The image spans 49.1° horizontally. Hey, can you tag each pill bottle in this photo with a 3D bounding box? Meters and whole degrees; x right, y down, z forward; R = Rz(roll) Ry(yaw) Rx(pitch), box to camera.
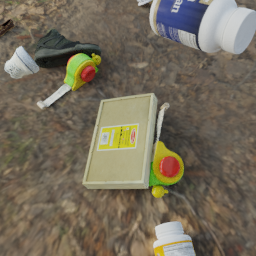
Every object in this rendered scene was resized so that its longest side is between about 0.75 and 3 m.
[{"bbox_3d":[1.597,-2.327,6.075,2.089,1.160,1.160,32,64,34],"label":"pill bottle"},{"bbox_3d":[1.133,3.123,6.506,0.931,0.931,1.705,-8,59,-5],"label":"pill bottle"}]

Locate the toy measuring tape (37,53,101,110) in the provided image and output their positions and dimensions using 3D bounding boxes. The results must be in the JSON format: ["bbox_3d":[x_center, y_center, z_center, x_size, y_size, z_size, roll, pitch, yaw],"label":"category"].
[{"bbox_3d":[-1.959,-1.720,9.387,1.012,1.012,2.751,40,67,21],"label":"toy measuring tape"}]

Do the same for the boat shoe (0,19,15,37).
[{"bbox_3d":[-4.953,-3.955,11.066,0.344,0.344,0.978,34,66,16],"label":"boat shoe"}]

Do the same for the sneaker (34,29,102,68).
[{"bbox_3d":[-2.179,-2.995,10.155,2.385,0.912,1.366,-7,66,2],"label":"sneaker"}]

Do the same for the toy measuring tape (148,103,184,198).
[{"bbox_3d":[1.152,0.636,7.840,0.981,0.981,2.666,10,72,6],"label":"toy measuring tape"}]

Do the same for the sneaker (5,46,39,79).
[{"bbox_3d":[-2.642,-1.487,6.865,0.650,1.836,0.670,-41,106,-13],"label":"sneaker"}]

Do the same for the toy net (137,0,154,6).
[{"bbox_3d":[1.252,-5.136,11.728,2.460,0.475,1.290,14,63,10],"label":"toy net"}]

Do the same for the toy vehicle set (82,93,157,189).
[{"bbox_3d":[-0.173,0.330,8.124,1.791,0.382,2.882,-4,57,22],"label":"toy vehicle set"}]
